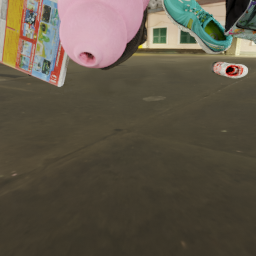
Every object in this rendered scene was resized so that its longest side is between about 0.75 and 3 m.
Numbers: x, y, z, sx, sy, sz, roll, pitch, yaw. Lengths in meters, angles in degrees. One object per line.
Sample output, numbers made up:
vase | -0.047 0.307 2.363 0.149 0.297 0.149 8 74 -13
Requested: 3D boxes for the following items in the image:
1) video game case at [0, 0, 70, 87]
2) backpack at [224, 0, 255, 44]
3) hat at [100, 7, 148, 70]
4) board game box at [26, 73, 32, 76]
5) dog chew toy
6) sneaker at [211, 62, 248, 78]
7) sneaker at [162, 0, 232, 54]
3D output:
video game case | -2.650 -2.388 6.759 2.751 1.967 0.240 23 28 4
backpack | 2.189 -2.135 4.267 1.308 1.543 1.738 17 -7 0
hat | -0.165 -2.874 8.049 1.134 2.810 2.810 6 9 -44
board game box | -2.680 -2.948 8.274 2.535 1.715 0.357 -33 4 31
dog chew toy | -0.414 -2.029 4.564 1.583 1.583 2.542 3 57 8
sneaker | 3.477 -1.825 9.048 1.428 0.477 0.766 4 19 -21
sneaker | 2.280 -3.504 8.951 2.683 1.040 1.069 39 2 -3
